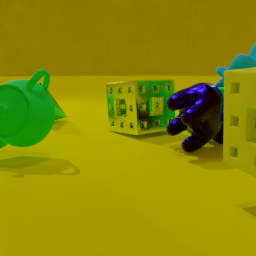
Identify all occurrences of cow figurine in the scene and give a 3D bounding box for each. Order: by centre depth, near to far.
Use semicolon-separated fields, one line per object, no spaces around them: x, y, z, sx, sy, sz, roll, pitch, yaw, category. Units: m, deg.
1.522;-0.265;5.143;1.646;1.673;0.918;-30;54;-14;cow figurine
2.636;-1.257;5.593;1.668;0.931;1.695;-43;-14;28;cow figurine

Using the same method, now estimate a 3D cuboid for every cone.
-2.174;-0.478;7.907;1.216;1.216;1.220;10;-8;40;cone

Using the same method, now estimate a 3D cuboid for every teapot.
-1.808;-0.200;4.444;1.118;1.797;0.880;41;7;11;teapot

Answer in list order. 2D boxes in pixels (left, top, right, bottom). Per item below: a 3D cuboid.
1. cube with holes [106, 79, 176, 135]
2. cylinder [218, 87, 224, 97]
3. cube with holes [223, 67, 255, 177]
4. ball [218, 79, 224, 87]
0.299;-0.520;6.627;1.149;1.149;1.149;-8;9;-35;cube with holes
1.958;-0.430;6.639;1.037;1.037;1.037;-1;10;0;cylinder
1.636;-0.075;2.658;0.986;0.986;0.986;-10;15;-19;cube with holes
2.924;-0.776;7.733;1.332;1.332;1.332;0;11;0;ball
